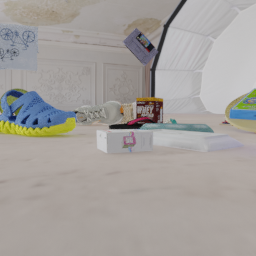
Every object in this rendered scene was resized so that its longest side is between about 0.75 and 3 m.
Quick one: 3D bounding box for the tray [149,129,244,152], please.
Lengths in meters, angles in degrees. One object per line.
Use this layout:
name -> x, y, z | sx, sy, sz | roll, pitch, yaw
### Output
tray -> 0.988, 0.193, 5.446 | 1.145, 0.237, 2.133 | -4, 5, -39

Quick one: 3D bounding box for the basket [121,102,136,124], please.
basket -> 0.364, -0.671, 12.910 | 0.913, 1.004, 1.480 | 0, 3, 28

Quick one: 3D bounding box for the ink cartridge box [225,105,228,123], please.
ink cartridge box -> 4.730, -0.604, 12.811 | 0.504, 0.865, 0.292 | 1, 3, 22

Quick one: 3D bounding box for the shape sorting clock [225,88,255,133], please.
shape sorting clock -> 4.445, -0.617, 8.404 | 2.933, 0.575, 2.933 | -14, 22, 6

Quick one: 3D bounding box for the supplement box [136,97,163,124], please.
supplement box -> 0.833, -0.582, 10.560 | 0.733, 1.104, 1.089 | 2, 4, 23

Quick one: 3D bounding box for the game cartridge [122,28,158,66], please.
game cartridge -> 0.562, -3.570, 12.317 | 1.444, 0.936, 0.277 | 44, -5, -13

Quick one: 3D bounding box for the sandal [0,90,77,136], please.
sandal -> -2.550, -0.413, 7.436 | 2.801, 1.220, 1.113 | 4, 3, 29

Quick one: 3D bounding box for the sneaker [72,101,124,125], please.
sneaker -> -1.445, -0.501, 11.775 | 2.727, 1.032, 1.255 | -6, 6, 37

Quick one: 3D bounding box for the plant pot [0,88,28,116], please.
plant pot -> -5.301, -0.928, 13.802 | 1.786, 1.786, 1.696 | -2, 17, -30

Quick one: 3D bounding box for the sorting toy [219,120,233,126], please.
sorting toy -> 4.403, -0.229, 11.858 | 0.699, 0.245, 1.450 | -2, 5, -29

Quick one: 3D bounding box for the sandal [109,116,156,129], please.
sandal -> 0.294, -0.179, 9.421 | 2.010, 0.453, 0.755 | 1, 4, 18

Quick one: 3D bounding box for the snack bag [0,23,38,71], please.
snack bag -> -4.234, -3.026, 10.647 | 1.640, 1.739, 0.186 | 0, 25, -11

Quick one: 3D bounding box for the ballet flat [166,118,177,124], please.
ballet flat -> 1.469, -0.104, 9.723 | 0.415, 0.415, 1.155 | 1, 1, 17

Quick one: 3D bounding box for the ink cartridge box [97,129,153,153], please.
ink cartridge box -> -0.066, 0.197, 4.545 | 0.787, 0.333, 0.569 | 0, 3, -22

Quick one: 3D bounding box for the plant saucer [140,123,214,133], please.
plant saucer -> 1.258, 0.014, 7.418 | 1.991, 0.273, 1.991 | 1, 2, 0
